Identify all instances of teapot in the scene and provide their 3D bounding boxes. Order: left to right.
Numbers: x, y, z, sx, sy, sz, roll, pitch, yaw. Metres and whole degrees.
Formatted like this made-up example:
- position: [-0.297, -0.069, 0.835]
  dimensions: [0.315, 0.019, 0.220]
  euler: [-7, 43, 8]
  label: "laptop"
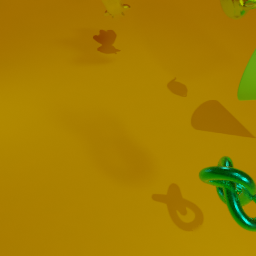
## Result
- position: [2.275, -2.685, 5.796]
  dimensions: [0.587, 0.745, 1.198]
  euler: [-27, 42, 3]
  label: "teapot"

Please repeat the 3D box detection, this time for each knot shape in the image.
- position: [1.455, 0.819, 3.936]
  dimensions: [0.520, 1.126, 1.054]
  euler: [-42, 9, 8]
  label: "knot shape"

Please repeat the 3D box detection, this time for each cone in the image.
- position: [3.303, -0.953, 5.609]
  dimensions: [1.541, 1.535, 1.535]
  euler: [31, 52, 29]
  label: "cone"

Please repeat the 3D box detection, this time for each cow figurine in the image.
- position: [-0.438, -4.518, 9.324]
  dimensions: [0.949, 1.701, 1.728]
  euler: [-10, 19, 16]
  label: "cow figurine"
